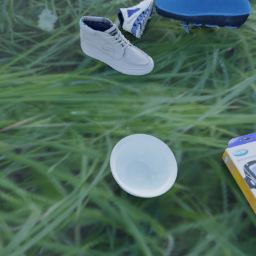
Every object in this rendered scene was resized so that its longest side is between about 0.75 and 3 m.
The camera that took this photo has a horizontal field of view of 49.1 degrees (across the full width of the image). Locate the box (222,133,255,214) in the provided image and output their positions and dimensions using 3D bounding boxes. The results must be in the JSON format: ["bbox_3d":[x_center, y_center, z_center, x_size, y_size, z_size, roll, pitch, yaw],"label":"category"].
[{"bbox_3d":[3.028,1.034,6.158,1.227,0.427,2.060,-13,49,-8],"label":"box"}]

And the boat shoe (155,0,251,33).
[{"bbox_3d":[2.197,-3.390,8.544,2.797,0.960,1.177,15,69,9],"label":"boat shoe"}]

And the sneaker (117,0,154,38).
[{"bbox_3d":[0.203,-3.614,8.803,0.933,0.653,1.616,21,64,9],"label":"sneaker"}]

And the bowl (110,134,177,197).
[{"bbox_3d":[0.285,0.905,6.148,1.450,0.652,1.450,6,59,-10],"label":"bowl"}]

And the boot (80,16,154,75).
[{"bbox_3d":[-0.354,-2.316,7.793,2.317,1.107,0.852,22,63,12],"label":"boot"}]

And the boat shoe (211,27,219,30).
[{"bbox_3d":[2.683,-3.442,8.908,0.272,0.297,0.794,-27,63,-8],"label":"boat shoe"}]
